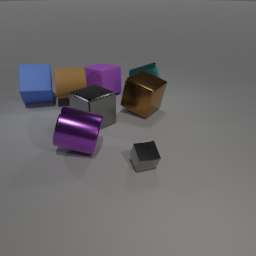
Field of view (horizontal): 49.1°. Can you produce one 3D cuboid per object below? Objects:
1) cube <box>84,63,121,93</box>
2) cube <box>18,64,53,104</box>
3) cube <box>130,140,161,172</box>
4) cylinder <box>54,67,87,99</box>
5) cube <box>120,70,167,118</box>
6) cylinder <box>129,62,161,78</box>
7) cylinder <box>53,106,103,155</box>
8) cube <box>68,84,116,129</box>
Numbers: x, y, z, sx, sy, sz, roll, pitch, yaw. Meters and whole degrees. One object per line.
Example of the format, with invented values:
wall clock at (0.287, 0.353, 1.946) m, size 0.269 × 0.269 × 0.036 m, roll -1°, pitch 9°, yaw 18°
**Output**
cube at (-1.320, -2.515, 14.607) m, size 1.400 × 1.400 × 1.400 m, roll 18°, pitch 29°, yaw 37°
cube at (-4.340, -2.085, 13.299) m, size 1.400 × 1.400 × 1.400 m, roll -4°, pitch 73°, yaw -14°
cube at (0.537, 0.894, 8.911) m, size 0.700 × 0.700 × 0.700 m, roll -9°, pitch 59°, yaw -17°
cylinder at (-2.736, -2.149, 13.300) m, size 1.400 × 1.400 × 1.400 m, roll -6°, pitch 29°, yaw -13°
cube at (0.699, -1.544, 12.527) m, size 1.400 × 1.400 × 1.400 m, roll 29°, pitch 39°, yaw 19°
cylinder at (0.915, -2.513, 14.436) m, size 1.400 × 1.400 × 1.400 m, roll -14°, pitch 25°, yaw 14°
cylinder at (-1.701, 0.085, 9.608) m, size 1.400 × 1.400 × 1.400 m, roll 15°, pitch 28°, yaw -6°
cube at (-1.459, -0.846, 11.674) m, size 1.400 × 1.400 × 1.400 m, roll -25°, pitch 37°, yaw -38°
